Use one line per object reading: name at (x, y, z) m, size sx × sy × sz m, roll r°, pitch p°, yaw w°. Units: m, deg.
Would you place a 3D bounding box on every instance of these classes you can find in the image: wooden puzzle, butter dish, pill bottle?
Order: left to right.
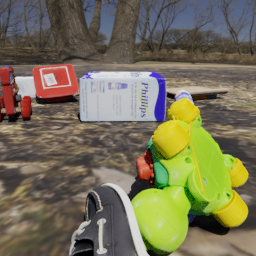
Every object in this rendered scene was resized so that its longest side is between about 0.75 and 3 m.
butter dish at (-3.047, -1.715, 11.862) m, size 1.717 × 1.273 × 1.722 m, roll -9°, pitch 59°, yaw -18°
pill bottle at (1.883, -0.901, 9.494) m, size 0.573 × 0.573 × 1.022 m, roll 0°, pitch 32°, yaw 2°
wooden puzzle at (2.933, -1.607, 12.905) m, size 2.291 × 0.461 × 2.477 m, roll -7°, pitch 12°, yaw -23°

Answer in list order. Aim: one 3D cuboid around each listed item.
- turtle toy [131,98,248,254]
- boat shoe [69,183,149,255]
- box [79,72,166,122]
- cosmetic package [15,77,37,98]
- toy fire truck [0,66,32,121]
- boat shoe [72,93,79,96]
turtle toy at (0.629, 0.602, 3.354) m, size 0.980 × 1.414 × 1.940 m, roll -36°, pitch 7°, yaw 33°
boat shoe at (-0.207, 1.123, 2.385) m, size 0.605 × 0.741 × 2.004 m, roll 0°, pitch 23°, yaw -18°
box at (-0.182, -1.118, 9.252) m, size 2.564 × 1.345 × 2.358 m, roll 0°, pitch 16°, yaw -2°
cosmetic package at (-4.634, -1.855, 12.791) m, size 0.894 × 0.897 × 0.551 m, roll -3°, pitch 18°, yaw -9°
toy fire truck at (-3.634, -1.105, 8.729) m, size 1.066 × 1.597 × 1.901 m, roll -4°, pitch 16°, yaw -15°
boat shoe at (-2.578, -1.780, 13.312) m, size 0.477 × 0.478 × 1.292 m, roll 14°, pitch 21°, yaw 42°
